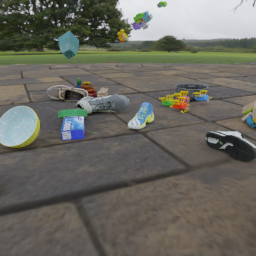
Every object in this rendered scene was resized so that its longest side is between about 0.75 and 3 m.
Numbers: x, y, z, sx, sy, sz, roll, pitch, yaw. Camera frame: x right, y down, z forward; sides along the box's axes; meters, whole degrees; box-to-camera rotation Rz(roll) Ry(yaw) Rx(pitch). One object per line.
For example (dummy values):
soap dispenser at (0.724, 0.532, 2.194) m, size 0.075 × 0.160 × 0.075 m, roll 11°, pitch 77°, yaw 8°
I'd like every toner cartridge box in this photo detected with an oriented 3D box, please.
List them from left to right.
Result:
toner cartridge box at (-2.055, -0.023, 10.557) m, size 0.794 × 0.361 × 1.671 m, roll -3°, pitch 19°, yaw -8°

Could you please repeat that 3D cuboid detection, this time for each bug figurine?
bug figurine at (2.827, -1.366, 14.060) m, size 2.534 × 0.652 × 1.965 m, roll -20°, pitch 21°, yaw -36°

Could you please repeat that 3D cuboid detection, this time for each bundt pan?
bundt pan at (3.578, -2.026, 15.880) m, size 1.882 × 0.706 × 1.882 m, roll 0°, pitch 18°, yaw 0°

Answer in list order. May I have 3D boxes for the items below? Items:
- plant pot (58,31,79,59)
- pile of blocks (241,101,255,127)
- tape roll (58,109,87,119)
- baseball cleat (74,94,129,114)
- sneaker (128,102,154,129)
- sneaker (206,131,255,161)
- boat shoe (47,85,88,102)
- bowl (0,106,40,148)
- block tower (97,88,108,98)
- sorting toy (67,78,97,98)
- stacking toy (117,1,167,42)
plant pot at (-2.669, -3.687, 12.678) m, size 0.701 × 0.992 × 0.700 m, roll -23°, pitch -34°, yaw 21°
pile of blocks at (5.206, -0.337, 11.372) m, size 0.630 × 0.832 × 2.026 m, roll 41°, pitch 27°, yaw -12°
tape roll at (-2.293, -0.573, 11.653) m, size 1.184 × 0.285 × 1.184 m, roll -4°, pitch -2°, yaw 0°
baseball cleat at (-1.259, -0.964, 12.823) m, size 2.549 × 0.889 × 1.357 m, roll -2°, pitch 22°, yaw 27°
sneaker at (0.516, -0.550, 11.261) m, size 0.652 × 0.904 × 1.722 m, roll 10°, pitch 21°, yaw 25°
sneaker at (3.460, 0.412, 8.747) m, size 1.087 × 0.713 × 1.890 m, roll -12°, pitch 20°, yaw -26°
boat shoe at (-3.350, -1.832, 15.203) m, size 2.282 × 0.820 × 0.679 m, roll 6°, pitch 16°, yaw 0°
bowl at (-3.536, 0.071, 9.381) m, size 1.456 × 1.456 × 0.784 m, roll 5°, pitch -22°, yaw 15°
block tower at (-1.434, -1.958, 16.104) m, size 0.460 × 0.429 × 1.590 m, roll 1°, pitch 19°, yaw 2°
sorting toy at (-2.962, -2.305, 16.269) m, size 2.357 × 0.968 × 1.417 m, roll 1°, pitch 19°, yaw 4°
stacking toy at (0.285, -2.113, 5.573) m, size 0.737 × 0.230 × 0.978 m, roll -39°, pitch 10°, yaw -27°
